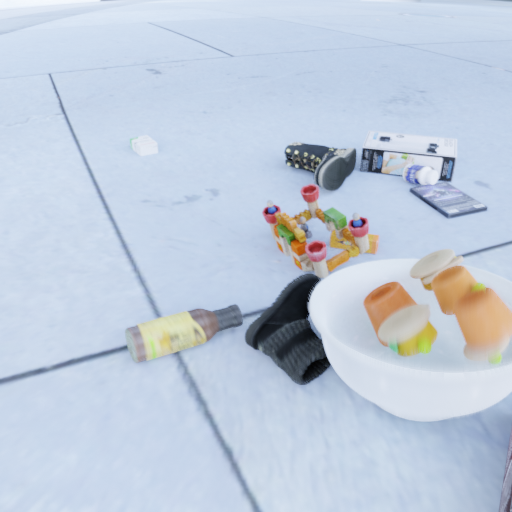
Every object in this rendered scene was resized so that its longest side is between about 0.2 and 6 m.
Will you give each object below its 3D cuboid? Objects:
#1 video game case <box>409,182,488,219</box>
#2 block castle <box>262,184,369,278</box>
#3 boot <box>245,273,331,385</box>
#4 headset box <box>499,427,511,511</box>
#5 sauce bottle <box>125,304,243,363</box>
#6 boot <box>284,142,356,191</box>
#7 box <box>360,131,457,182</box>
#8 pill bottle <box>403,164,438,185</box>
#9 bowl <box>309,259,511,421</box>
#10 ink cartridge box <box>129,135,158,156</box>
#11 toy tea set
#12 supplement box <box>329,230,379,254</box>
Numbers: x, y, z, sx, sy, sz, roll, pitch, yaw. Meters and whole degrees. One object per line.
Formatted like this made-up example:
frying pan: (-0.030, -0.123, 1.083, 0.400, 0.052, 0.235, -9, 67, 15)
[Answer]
video game case: (4.708, -1.396, 13.803, 1.131, 0.150, 1.583, -12, 33, -18)
block castle: (1.165, -0.625, 11.413, 1.431, 1.004, 2.141, -29, 39, -13)
boot: (0.828, 1.154, 8.981, 1.325, 0.667, 1.772, 27, 62, 39)
headset box: (4.103, 2.564, 6.544, 2.096, 1.058, 2.819, 15, 35, 22)
sauce bottle: (-1.145, 1.202, 9.162, 1.898, 0.614, 0.614, -15, 35, -20)
boot: (1.493, -2.403, 14.779, 1.805, 0.863, 2.390, 13, 28, 24)
box: (4.211, -2.775, 15.444, 2.468, 0.742, 1.439, 10, 33, 15)
pill bottle: (4.247, -2.084, 14.444, 0.484, 0.484, 0.808, -23, 29, -32)
bowl: (2.357, 1.308, 8.031, 3.205, 1.441, 3.205, -3, 24, 1)
ink cartridge box: (-3.335, -3.271, 16.632, 0.579, 0.333, 0.793, -18, 36, -26)
toy tea set: (2.500, 0.917, 7.672, 1.707, 1.063, 2.871, -32, 9, 8)
supplement box: (2.074, -0.310, 11.865, 1.010, 0.336, 0.347, 9, 32, 13)
